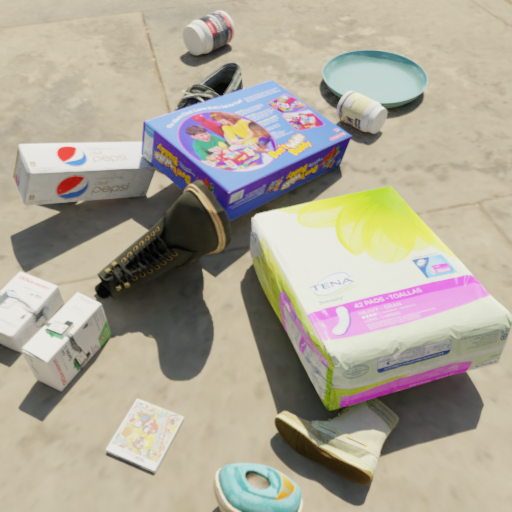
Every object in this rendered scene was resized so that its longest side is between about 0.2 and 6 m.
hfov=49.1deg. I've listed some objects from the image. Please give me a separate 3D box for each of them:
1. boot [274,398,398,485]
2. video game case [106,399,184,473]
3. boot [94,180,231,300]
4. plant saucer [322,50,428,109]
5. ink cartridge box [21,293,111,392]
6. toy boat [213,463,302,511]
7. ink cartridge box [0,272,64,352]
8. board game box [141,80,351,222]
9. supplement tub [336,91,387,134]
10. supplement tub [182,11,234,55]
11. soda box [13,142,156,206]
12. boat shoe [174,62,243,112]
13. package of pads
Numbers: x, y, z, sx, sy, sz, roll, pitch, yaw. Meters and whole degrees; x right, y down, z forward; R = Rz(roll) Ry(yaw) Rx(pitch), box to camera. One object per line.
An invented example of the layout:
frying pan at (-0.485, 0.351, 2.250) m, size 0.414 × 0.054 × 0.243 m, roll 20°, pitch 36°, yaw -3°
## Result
boot at (1.168, 2.424, 8.149) m, size 1.550 × 0.559 × 1.199 m, roll 24°, pitch 49°, yaw 22°
video game case at (-1.627, 2.628, 8.251) m, size 0.816 × 0.103 × 0.897 m, roll 17°, pitch 49°, yaw 15°
boot at (-1.632, -0.036, 9.165) m, size 2.020 × 2.920 × 1.131 m, roll -32°, pitch 84°, yaw -21°
plant saucer at (3.130, -4.665, 14.900) m, size 2.760 × 0.378 × 2.760 m, roll 0°, pitch 46°, yaw 0°
ink cartridge box at (-2.968, 1.367, 8.874) m, size 0.532 × 0.921 × 1.261 m, roll 22°, pitch 52°, yaw 19°
toy boat at (0.207, 3.158, 6.988) m, size 1.287 × 0.712 × 1.531 m, roll 17°, pitch 18°, yaw -31°
ink cartridge box at (-4.029, 0.937, 9.560) m, size 0.869 × 0.510 × 1.187 m, roll 18°, pitch 50°, yaw 17°
board game box at (-0.136, -2.338, 11.764) m, size 3.723 × 0.834 × 2.503 m, roll -30°, pitch 61°, yaw -37°
supplement tub at (2.546, -3.448, 13.499) m, size 1.035 × 0.751 × 0.751 m, roll 35°, pitch 56°, yaw 28°
supplement tub at (-1.362, -6.413, 16.144) m, size 0.932 × 0.932 × 1.328 m, roll 34°, pitch 55°, yaw 28°
soda box at (-3.358, -1.671, 11.106) m, size 2.569 × 0.875 × 0.818 m, roll -11°, pitch 57°, yaw -38°
boat shoe at (-1.359, -3.530, 13.254) m, size 1.220 × 1.200 × 3.383 m, roll 18°, pitch 49°, yaw 16°
package of pads at (1.701, 0.478, 9.217) m, size 2.952 × 1.303 × 3.821 m, roll -12°, pitch 39°, yaw -12°
